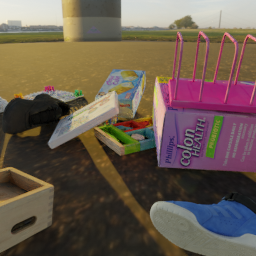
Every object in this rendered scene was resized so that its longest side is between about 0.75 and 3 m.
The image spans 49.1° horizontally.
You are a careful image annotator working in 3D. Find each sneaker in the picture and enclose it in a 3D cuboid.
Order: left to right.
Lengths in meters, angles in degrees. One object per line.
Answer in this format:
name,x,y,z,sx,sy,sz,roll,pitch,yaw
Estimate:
sneaker,-2.906,-0.497,9.174,1.257,1.052,2.769,13,26,17
sneaker,1.351,1.427,4.457,1.857,0.713,1.033,13,30,21

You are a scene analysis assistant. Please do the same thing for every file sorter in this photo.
file sorter,2.127,-1.312,6.203,2.266,1.421,1.575,5,27,4

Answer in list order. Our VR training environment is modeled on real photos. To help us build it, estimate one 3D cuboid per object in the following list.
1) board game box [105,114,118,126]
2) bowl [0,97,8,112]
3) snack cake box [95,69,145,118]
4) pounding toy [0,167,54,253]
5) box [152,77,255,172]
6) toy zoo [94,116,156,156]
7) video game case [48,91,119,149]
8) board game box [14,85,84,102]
board game box,-0.545,-0.425,9.273,0.188,0.740,1.093,4,21,11
bowl,-5.214,-0.954,11.020,1.063,0.478,1.063,1,21,0
snack cake box,-0.221,-1.398,10.892,1.413,0.826,2.457,6,37,11
pounding toy,-2.226,1.406,4.472,1.353,1.045,1.470,14,15,30
box,2.215,-0.217,7.233,2.985,1.443,2.626,3,27,1
toy zoo,0.495,0.122,8.504,2.607,0.267,1.710,-12,24,-29
video game case,-1.259,-0.323,8.380,2.135,0.253,1.944,-27,20,7
board game box,-3.556,-1.493,12.668,2.235,0.289,2.235,12,24,29
